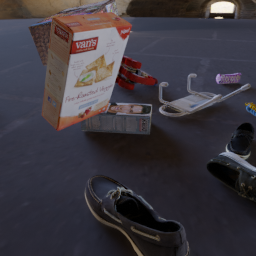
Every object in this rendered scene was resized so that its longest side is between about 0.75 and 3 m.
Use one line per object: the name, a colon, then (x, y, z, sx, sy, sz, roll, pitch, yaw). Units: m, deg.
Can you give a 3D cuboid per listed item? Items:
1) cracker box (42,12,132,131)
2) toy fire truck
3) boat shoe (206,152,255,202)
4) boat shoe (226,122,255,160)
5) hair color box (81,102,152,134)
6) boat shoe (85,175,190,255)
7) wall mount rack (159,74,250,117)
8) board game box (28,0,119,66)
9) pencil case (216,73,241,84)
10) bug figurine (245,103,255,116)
cracker box: (-0.808, -1.035, 5.221, 0.583, 2.022, 1.354, 40, 43, 23)
toy fire truck: (0.345, -2.192, 11.489, 1.666, 1.113, 1.984, 7, 21, -31)
boat shoe: (2.236, 1.047, 5.208, 0.554, 0.672, 1.957, -16, 23, -18)
boat shoe: (2.789, 0.293, 6.882, 0.568, 0.474, 1.522, 16, 31, 26)
hair color box: (-0.295, -0.307, 7.981, 1.908, 0.578, 0.944, 3, 26, 6)
boat shoe: (0.049, 1.263, 4.545, 0.868, 0.749, 2.388, -18, 31, -32)
wall mount rack: (2.377, -1.058, 9.053, 2.691, 1.003, 2.338, -21, 33, -35)
board game box: (-1.384, -2.846, 8.180, 1.807, 1.098, 2.267, -3, 32, 19)
pencil case: (4.243, -2.123, 11.881, 1.023, 0.437, 0.429, -6, 45, -13)
bug figurine: (4.543, -0.386, 8.231, 2.027, 0.522, 1.572, -4, 32, -18)
